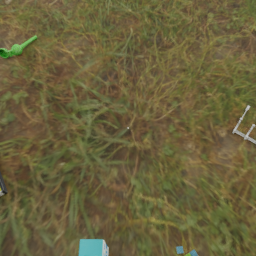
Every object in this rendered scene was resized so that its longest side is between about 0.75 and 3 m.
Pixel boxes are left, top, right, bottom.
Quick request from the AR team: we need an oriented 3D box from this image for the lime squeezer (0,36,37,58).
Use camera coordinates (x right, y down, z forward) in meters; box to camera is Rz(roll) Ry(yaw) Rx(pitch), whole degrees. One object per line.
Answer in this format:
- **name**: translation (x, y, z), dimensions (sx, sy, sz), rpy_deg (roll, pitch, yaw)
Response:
- **lime squeezer**: translation (-4.461, -2.962, 10.447), dimensions (2.233, 0.421, 0.789), rpy_deg (-21, 64, -10)

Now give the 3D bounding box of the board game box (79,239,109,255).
- **board game box**: translation (-0.762, 3.747, 6.097), dimensions (0.539, 1.733, 2.296), rpy_deg (0, 62, 0)

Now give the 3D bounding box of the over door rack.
- **over door rack**: translation (4.003, -0.119, 8.923), dimensions (0.910, 0.410, 1.231), rpy_deg (32, 66, 15)

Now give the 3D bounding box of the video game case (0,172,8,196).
- **video game case**: translation (-4.971, 1.368, 8.182), dimensions (2.184, 0.308, 2.416), rpy_deg (-27, 64, -13)

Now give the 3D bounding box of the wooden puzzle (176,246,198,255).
- **wooden puzzle**: translation (1.580, 3.692, 7.051), dimensions (0.850, 0.101, 1.433), rpy_deg (-26, 65, -13)
